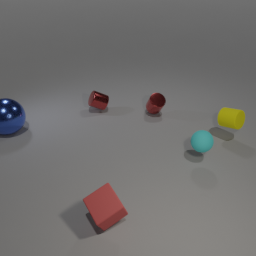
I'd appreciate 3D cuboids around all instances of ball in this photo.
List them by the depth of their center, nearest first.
[{"bbox_3d":[2.321,0.418,8.779,0.700,0.700,0.700,0,29,0],"label":"ball"},{"bbox_3d":[-4.632,-0.431,10.653,1.400,1.400,1.400,0,29,0],"label":"ball"}]

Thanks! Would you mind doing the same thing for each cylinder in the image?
[{"bbox_3d":[3.706,-0.348,10.053,0.700,0.700,0.700,-22,25,-34],"label":"cylinder"},{"bbox_3d":[1.182,-1.046,11.989,0.700,0.700,0.700,5,66,-11],"label":"cylinder"},{"bbox_3d":[-1.298,-1.212,12.328,0.700,0.700,0.700,18,21,-26],"label":"cylinder"}]

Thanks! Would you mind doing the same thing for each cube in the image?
[{"bbox_3d":[-0.511,1.832,6.503,0.700,0.700,0.700,-32,60,-9],"label":"cube"}]
